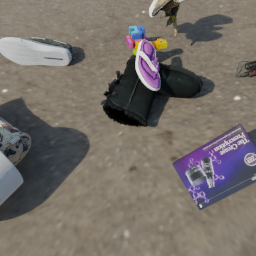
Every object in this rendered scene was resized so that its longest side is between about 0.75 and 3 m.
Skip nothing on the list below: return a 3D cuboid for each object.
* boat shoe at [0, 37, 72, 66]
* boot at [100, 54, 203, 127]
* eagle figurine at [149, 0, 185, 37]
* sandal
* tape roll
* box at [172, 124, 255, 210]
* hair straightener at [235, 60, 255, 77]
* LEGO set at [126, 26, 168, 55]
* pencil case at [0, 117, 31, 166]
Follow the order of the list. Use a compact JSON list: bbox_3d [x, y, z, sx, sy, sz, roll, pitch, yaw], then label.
[{"bbox_3d":[-3.331,-2.852,10.290,2.629,0.948,0.932,10,43,-5],"label":"boat shoe"},{"bbox_3d":[0.708,-0.996,8.622,2.751,1.018,2.254,22,60,8],"label":"boot"},{"bbox_3d":[1.343,-4.279,9.202,1.536,2.036,1.545,-38,71,13],"label":"eagle figurine"},{"bbox_3d":[0.634,-1.982,8.270,0.817,0.493,2.007,14,52,-28],"label":"sandal"},{"bbox_3d":[-3.589,1.074,6.309,1.982,1.982,1.361,27,56,20],"label":"tape roll"},{"bbox_3d":[2.137,0.890,6.472,1.791,0.706,1.264,-34,80,16],"label":"box"},{"bbox_3d":[4.723,-2.206,10.046,2.076,0.425,0.799,-16,52,-7],"label":"hair straightener"},{"bbox_3d":[0.768,-2.919,10.169,1.093,1.016,2.664,-11,53,-8],"label":"LEGO set"},{"bbox_3d":[-3.786,0.004,7.691,2.628,1.176,1.023,33,57,23],"label":"pencil case"}]
